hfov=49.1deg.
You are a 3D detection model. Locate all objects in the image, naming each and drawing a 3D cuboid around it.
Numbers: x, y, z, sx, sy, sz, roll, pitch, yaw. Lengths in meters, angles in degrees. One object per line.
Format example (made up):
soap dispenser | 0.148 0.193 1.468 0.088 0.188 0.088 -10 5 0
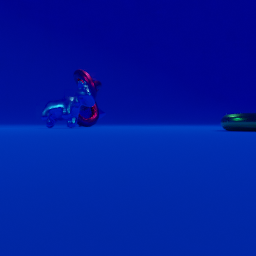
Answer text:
cow figurine | -1.473 -0.601 7.014 1.247 1.227 0.684 -2 -37 13
knot shape | -1.530 -1.242 10.235 0.952 2.061 1.929 3 -43 2
cone | -1.831 -0.930 12.263 1.305 1.310 1.305 -26 -4 -2
ring | 2.113 -0.087 4.296 1.318 0.264 1.318 0 1 0
